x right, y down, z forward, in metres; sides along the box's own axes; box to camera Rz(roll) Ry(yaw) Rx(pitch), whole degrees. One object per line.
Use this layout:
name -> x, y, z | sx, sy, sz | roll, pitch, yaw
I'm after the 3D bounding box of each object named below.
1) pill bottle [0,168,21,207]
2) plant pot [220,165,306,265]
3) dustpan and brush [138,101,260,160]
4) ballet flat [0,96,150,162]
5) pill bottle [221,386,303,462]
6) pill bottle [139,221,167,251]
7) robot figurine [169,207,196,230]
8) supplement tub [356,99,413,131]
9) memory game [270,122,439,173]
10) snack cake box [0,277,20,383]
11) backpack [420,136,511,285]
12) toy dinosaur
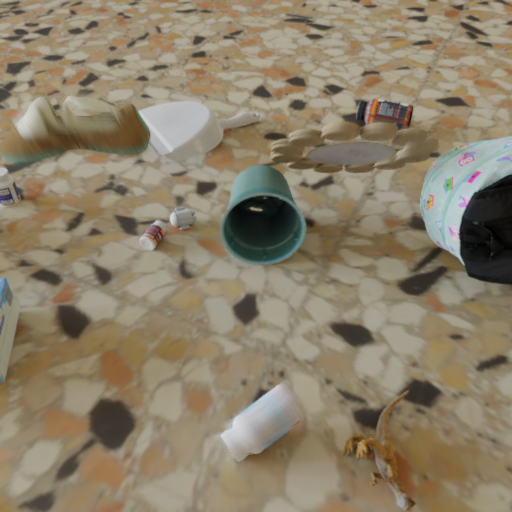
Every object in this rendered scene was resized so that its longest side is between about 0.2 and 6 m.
pill bottle -> -5.198, -1.425, 11.573 | 0.446, 0.746, 0.446 | 0, 44, 0
plant pot -> 0.108, -0.883, 10.577 | 1.535, 1.535, 1.503 | -1, 36, -1
dustpan and brush -> -1.265, -3.128, 13.454 | 3.082, 0.882, 2.151 | -27, 49, -16
ballet flat -> -3.150, -2.175, 9.374 | 2.726, 0.986, 0.924 | 0, 42, 9
pill bottle -> 0.070, 2.312, 7.681 | 1.065, 0.579, 0.579 | -35, 52, -12
pill bottle -> -1.969, -0.403, 10.805 | 0.329, 0.329, 0.576 | 15, 46, 15
robot figurine -> -1.476, -0.753, 11.180 | 0.553, 0.312, 0.469 | -15, 79, -15
supplement tub -> 3.150, -3.472, 13.771 | 1.295, 0.693, 0.693 | 15, 46, 15
memory game -> 1.755, -1.933, 10.287 | 3.077, 3.077, 0.196 | 0, 86, 0
snack cake box -> -5.210, 1.250, 8.661 | 2.621, 0.881, 1.507 | -6, 45, -6
backpack -> 4.765, -0.880, 9.857 | 3.501, 2.922, 2.216 | -11, 25, -7
toy dinosaur -> 1.707, 2.615, 7.639 | 0.924, 0.525, 1.739 | 18, 45, -18
